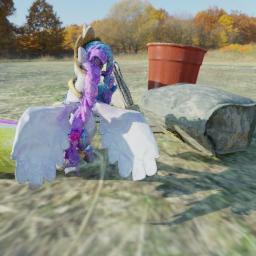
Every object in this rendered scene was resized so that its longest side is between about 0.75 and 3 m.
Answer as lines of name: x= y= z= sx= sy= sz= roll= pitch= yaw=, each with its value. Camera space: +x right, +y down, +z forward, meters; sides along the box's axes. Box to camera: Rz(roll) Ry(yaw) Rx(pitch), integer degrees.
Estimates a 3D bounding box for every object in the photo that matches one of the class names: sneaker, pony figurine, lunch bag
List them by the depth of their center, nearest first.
pony figurine: x=-0.700 y=-0.084 z=4.153 sx=1.828 sy=2.119 sz=2.196 roll=1 pitch=-24 yaw=-20
lunch bag: x=1.472 y=-0.241 z=5.934 sx=2.135 sy=1.255 sz=1.751 roll=-3 pitch=22 yaw=-40
sneaker: x=-1.114 y=-0.638 z=8.469 sx=1.802 sy=0.767 sz=0.694 roll=2 pitch=20 yaw=-23

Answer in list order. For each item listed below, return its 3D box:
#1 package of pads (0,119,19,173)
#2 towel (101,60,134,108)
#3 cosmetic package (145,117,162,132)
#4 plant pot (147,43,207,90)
package of pads: x=-2.281 y=0.301 z=5.261 sx=1.821 sy=0.621 sz=1.407 roll=7 pitch=15 yaw=-8
towel: x=-0.462 y=-1.502 z=9.697 sx=0.412 sy=1.583 sz=2.389 roll=-26 pitch=16 yaw=-10
cosmetic package: x=0.678 y=-0.089 z=7.466 sx=0.819 sy=0.357 sz=0.423 roll=0 pitch=9 yaw=1
plant pot: x=1.603 y=-1.823 z=10.085 sx=2.141 sy=2.082 sz=2.141 roll=6 pitch=11 yaw=-1
